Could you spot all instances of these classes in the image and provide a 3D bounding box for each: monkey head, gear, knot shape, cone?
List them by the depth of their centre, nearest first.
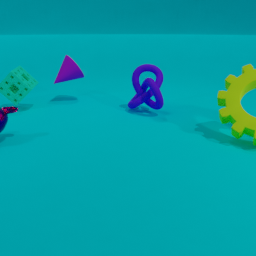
[{"bbox_3d":[-3.289,-0.260,6.536,1.307,0.787,0.940,-40,52,-2],"label":"monkey head"},{"bbox_3d":[3.196,-0.602,6.563,2.069,0.383,2.069,-9,61,16],"label":"gear"},{"bbox_3d":[0.514,-1.144,8.925,0.720,1.459,1.559,10,53,-37],"label":"knot shape"},{"bbox_3d":[-2.249,-1.882,9.932,0.992,0.988,0.988,-42,33,-10],"label":"cone"}]

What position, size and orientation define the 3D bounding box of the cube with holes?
[{"bbox_3d":[-3.546,-1.373,9.025,0.796,0.796,0.796,-40,19,17],"label":"cube with holes"}]
